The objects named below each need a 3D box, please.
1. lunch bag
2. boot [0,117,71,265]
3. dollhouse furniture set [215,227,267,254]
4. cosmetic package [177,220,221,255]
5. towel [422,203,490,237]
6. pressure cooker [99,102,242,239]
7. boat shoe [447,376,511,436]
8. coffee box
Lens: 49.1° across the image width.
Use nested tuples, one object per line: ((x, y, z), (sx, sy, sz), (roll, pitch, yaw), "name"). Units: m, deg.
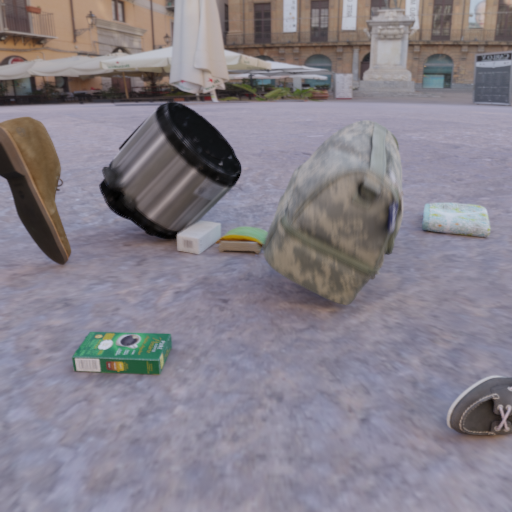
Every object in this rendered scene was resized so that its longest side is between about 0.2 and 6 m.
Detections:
((1.473, -0.884, 9.307), (1.897, 2.283, 2.722), (27, 33, -3), "lunch bag")
((-3.989, -1.199, 10.579), (1.061, 2.883, 1.088), (8, 34, 36), "boot")
((0.373, -0.652, 12.021), (2.442, 0.943, 1.220), (2, 20, 11), "dollhouse furniture set")
((-1.233, -0.417, 12.197), (0.538, 0.378, 1.062), (11, 25, 21), "cosmetic package")
((4.849, -0.920, 13.637), (1.514, 0.426, 1.769), (6, 21, 18), "towel")
((-1.999, -1.716, 12.445), (2.391, 2.718, 2.428), (40, 25, -16), "pressure cooker")
((2.948, 1.666, 6.260), (1.786, 0.597, 0.509), (-6, 16, -26), "boat shoe")
((-1.813, 1.324, 7.672), (1.199, 0.264, 0.737), (1, 20, 3), "coffee box")
